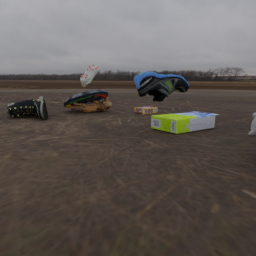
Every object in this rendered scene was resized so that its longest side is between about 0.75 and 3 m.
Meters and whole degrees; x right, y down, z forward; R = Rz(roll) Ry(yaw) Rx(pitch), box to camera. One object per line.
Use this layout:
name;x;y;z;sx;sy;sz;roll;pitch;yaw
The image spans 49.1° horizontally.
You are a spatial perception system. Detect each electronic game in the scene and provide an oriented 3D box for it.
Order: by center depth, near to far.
electronic game;-2.275;-1.546;15.245;2.473;0.515;2.473;-15;-2;-1

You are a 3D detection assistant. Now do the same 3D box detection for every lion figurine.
lion figurine;-1.933;-1.132;15.164;2.060;0.747;1.262;-25;30;-35

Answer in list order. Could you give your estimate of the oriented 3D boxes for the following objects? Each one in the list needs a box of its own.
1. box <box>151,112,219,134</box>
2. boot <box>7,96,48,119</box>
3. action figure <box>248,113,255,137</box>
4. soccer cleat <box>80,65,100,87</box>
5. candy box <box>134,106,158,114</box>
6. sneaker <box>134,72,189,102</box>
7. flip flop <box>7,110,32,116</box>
box;2.073;-0.241;10.131;2.188;0.521;1.334;-7;12;-34
boot;-4.571;-0.774;12.756;1.676;0.801;2.219;-14;25;-13
action figure;3.878;0.101;5.982;2.602;1.407;2.690;9;10;4
soccer cleat;-1.405;-1.934;10.278;0.396;0.443;1.142;20;46;15
candy box;0.956;-0.933;14.719;1.098;0.310;0.641;-11;15;-39
sneaker;1.136;-1.324;9.379;2.248;0.932;0.797;-3;-4;-37
flip flop;-5.067;-0.959;13.977;2.034;0.586;0.825;4;11;10
